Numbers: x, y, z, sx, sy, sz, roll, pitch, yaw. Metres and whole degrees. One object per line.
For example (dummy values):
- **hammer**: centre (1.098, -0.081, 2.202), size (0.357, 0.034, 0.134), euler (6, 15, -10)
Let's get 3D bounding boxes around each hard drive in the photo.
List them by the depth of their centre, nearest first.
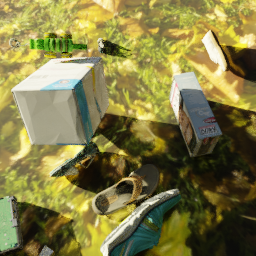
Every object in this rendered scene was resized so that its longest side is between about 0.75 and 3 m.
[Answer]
- **hard drive**: centre (-4.454, 3.150, 8.303), size (2.411, 0.456, 1.685), euler (-17, 60, -10)

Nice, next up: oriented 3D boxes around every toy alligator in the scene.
- **toy alligator**: centre (-2.684, -2.746, 9.240), size (2.620, 0.711, 0.777), euler (2, 101, -4)

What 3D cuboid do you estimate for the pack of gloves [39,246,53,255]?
- **pack of gloves**: centre (-2.379, 3.953, 7.975), size (0.759, 0.178, 0.903), euler (29, 62, 15)

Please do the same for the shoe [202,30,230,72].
- **shoe**: centre (3.845, -3.280, 12.241), size (0.602, 0.789, 2.256), euler (-32, 55, 31)

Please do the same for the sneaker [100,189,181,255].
- **sneaker**: centre (0.536, 2.924, 8.273), size (2.890, 1.120, 1.151), euler (-40, 84, -16)

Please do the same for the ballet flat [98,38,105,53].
- **ballet flat**: centre (-1.213, -3.842, 12.695), size (0.348, 0.348, 0.953), euler (-3, 58, -2)

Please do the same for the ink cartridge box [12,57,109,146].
- **ink cartridge box**: centre (-1.981, -0.974, 9.246), size (1.973, 1.964, 2.689), euler (1, 32, 14)

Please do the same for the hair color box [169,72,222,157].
- **hair color box**: centre (2.304, -0.507, 10.026), size (0.829, 1.353, 2.733), euler (-11, 59, -7)

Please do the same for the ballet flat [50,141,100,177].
- **ballet flat**: centre (-1.715, 1.196, 9.442), size (1.870, 0.694, 0.694), euler (-39, 66, -17)

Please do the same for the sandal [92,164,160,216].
- **sandal**: centre (-0.030, 1.922, 8.931), size (2.460, 0.671, 1.005), euler (-23, 61, -14)
